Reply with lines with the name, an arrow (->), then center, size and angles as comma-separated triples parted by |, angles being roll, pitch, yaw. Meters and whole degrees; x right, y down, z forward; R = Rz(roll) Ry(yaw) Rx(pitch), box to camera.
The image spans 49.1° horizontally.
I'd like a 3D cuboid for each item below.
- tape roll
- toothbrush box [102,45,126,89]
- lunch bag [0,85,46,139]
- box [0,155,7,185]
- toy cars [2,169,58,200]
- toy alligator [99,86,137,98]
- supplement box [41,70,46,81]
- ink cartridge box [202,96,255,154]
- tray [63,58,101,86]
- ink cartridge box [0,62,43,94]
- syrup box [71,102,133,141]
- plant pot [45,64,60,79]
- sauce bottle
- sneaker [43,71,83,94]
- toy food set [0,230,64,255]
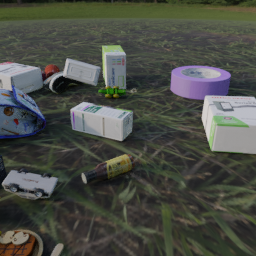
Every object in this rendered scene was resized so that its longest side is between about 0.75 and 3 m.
tape roll -> 3.379, -2.187, 13.197 | 2.669, 0.875, 2.669 | 1, 27, 0
toothbrush box -> -0.722, -3.092, 14.072 | 1.001, 1.693, 2.325 | -3, 26, -7
lunch bag -> -4.114, -0.572, 9.424 | 2.358, 1.460, 2.005 | 4, 21, -30
box -> -3.477, 1.007, 6.926 | 0.749, 0.762, 0.447 | 11, 29, 21
toy cars -> -2.786, 1.528, 6.201 | 2.438, 0.540, 1.093 | -14, 38, -32
toy alligator -> -0.459, -1.567, 12.471 | 1.674, 0.497, 0.454 | -1, -14, -1
supplement box -> -4.769, -2.790, 14.885 | 0.545, 0.423, 0.989 | -15, 30, -28
ink cartridge box -> 3.440, -0.195, 9.052 | 1.728, 0.998, 2.375 | 3, 27, 6
tray -> -1.656, -1.991, 9.964 | 1.263, 0.678, 0.140 | 15, 12, 0
ink cartridge box -> -5.580, -2.372, 13.385 | 2.436, 1.033, 1.774 | 17, 31, 27
syrup box -> -0.891, -0.251, 9.405 | 1.974, 0.804, 0.777 | 13, 29, 22
plant pot -> -3.968, -2.819, 14.662 | 0.783, 0.783, 0.761 | -5, 34, -10
sauce bottle -> -0.494, 1.073, 7.187 | 1.395, 0.460, 0.460 | -19, 32, -28
sneaker -> -3.050, -2.443, 13.672 | 1.017, 0.948, 2.566 | 11, 29, 31
toy food set -> -2.101, 2.217, 4.976 | 1.711, 0.343, 1.181 | 6, 27, 11
